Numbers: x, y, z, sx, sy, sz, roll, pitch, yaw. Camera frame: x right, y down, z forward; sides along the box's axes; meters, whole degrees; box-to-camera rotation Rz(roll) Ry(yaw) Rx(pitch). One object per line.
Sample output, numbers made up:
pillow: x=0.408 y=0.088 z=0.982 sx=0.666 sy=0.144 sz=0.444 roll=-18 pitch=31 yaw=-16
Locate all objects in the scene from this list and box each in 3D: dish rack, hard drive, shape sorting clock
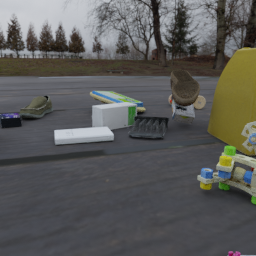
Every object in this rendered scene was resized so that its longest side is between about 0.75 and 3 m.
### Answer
dish rack: x=0.698 y=-0.021 z=9.413 sx=1.271 sy=0.452 sz=1.657 roll=2 pitch=14 yaw=13
hard drive: x=-1.409 y=0.225 z=8.806 sx=1.734 sy=0.228 sz=1.143 roll=-3 pitch=14 yaw=-14
shape sorting clock: x=-0.500 y=-1.241 z=13.464 sx=2.758 sy=0.541 sz=2.758 roll=14 pitch=15 yaw=-4

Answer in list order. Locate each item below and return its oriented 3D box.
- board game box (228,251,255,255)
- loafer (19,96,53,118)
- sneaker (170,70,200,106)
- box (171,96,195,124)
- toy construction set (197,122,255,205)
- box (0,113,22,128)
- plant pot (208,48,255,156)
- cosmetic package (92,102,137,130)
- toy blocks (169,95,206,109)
board game box: x=1.602 y=1.642 z=3.086 sx=0.781 sy=0.101 sz=0.781 roll=0 pitch=13 yaw=1
loafer: x=-4.116 y=-0.983 z=12.524 sx=0.941 sy=0.872 sz=2.503 roll=1 pitch=13 yaw=4
sneaker: x=2.022 y=-1.228 z=9.988 sx=0.931 sy=0.998 sz=2.643 roll=-4 pitch=30 yaw=8
box: x=2.090 y=-0.816 z=10.707 sx=0.765 sy=0.394 sz=1.311 roll=11 pitch=50 yaw=-6
toy construction set: x=2.497 y=0.682 z=5.422 sx=1.492 sy=1.049 sz=2.276 roll=10 pitch=28 yaw=38
box: x=-4.508 y=-0.295 z=10.714 sx=0.700 sy=0.391 sz=0.991 roll=-10 pitch=16 yaw=-26
plant pot: x=4.231 y=-0.958 z=8.267 sx=2.734 sy=2.797 sz=2.716 roll=-1 pitch=13 yaw=-7
cosmetic package: x=-0.481 y=-0.440 z=10.283 sx=1.592 sy=0.856 sz=0.675 roll=-12 pitch=20 yaw=-37
toy blocks: x=3.053 y=-1.472 z=15.006 sx=1.597 sy=0.696 sz=1.916 roll=-2 pitch=13 yaw=-7
